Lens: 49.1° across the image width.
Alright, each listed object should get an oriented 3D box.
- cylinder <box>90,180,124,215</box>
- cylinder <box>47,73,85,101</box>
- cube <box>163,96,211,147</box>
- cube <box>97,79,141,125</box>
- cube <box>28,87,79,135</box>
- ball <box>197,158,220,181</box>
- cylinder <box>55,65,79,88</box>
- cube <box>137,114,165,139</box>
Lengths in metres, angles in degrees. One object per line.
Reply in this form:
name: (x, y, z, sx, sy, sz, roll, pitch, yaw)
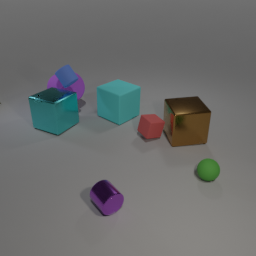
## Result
cylinder: (-0.584, 1.895, 7.684, 0.700, 0.700, 0.700, -20, 37, -31)
cylinder: (-2.962, -1.928, 13.311, 1.400, 1.400, 1.400, -19, 15, -30)
cube: (2.220, -0.278, 10.828, 1.400, 1.400, 1.400, -5, 31, -6)
cube: (-0.416, -1.192, 12.484, 1.400, 1.400, 1.400, 24, 37, 34)
cube: (-3.049, -0.749, 11.678, 1.400, 1.400, 1.400, 14, 31, 25)
ball: (2.512, 1.302, 8.751, 0.700, 0.700, 0.700, 0, 29, 0)
cylinder: (-2.514, -2.124, 11.504, 0.700, 0.700, 0.700, -34, 6, 4)
cube: (0.891, -0.074, 10.878, 0.700, 0.700, 0.700, -5, 32, -33)
